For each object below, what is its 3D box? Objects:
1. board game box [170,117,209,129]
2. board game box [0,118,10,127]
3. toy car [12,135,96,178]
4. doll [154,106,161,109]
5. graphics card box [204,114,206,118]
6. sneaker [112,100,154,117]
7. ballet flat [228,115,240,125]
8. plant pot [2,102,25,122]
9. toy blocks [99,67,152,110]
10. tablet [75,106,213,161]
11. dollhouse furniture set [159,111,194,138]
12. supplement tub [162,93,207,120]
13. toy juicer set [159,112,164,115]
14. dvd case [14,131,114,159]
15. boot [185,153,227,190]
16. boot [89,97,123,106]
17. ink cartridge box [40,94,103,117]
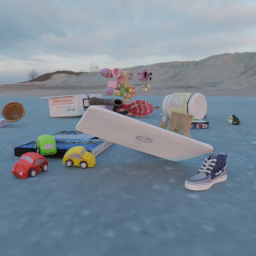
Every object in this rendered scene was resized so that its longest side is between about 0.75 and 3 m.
[{"bbox_3d":[2.282,-0.193,10.665,1.019,0.260,1.505,-1,9,-8],"label":"board game box"},{"bbox_3d":[-5.364,-0.204,10.701,1.280,0.263,1.277,-1,8,-6],"label":"board game box"},{"bbox_3d":[-1.488,0.418,5.333,1.501,0.335,1.412,-5,21,-30],"label":"toy car"},{"bbox_3d":[2.031,-1.422,19.486,0.519,0.185,0.761,1,9,2],"label":"doll"},{"bbox_3d":[3.571,-0.651,14.017,0.535,0.217,0.852,1,7,8],"label":"graphics card box"},{"bbox_3d":[0.292,-0.994,14.133,2.095,0.844,0.782,1,3,23],"label":"sneaker"},{"bbox_3d":[4.299,-0.343,11.446,0.368,0.366,1.077,-8,6,12],"label":"ballet flat"},{"bbox_3d":[-4.261,-0.547,10.530,0.823,0.823,0.380,-1,-24,-4],"label":"plant pot"},{"bbox_3d":[-0.515,-2.323,16.915,2.944,2.751,2.478,8,5,33],"label":"toy blocks"},{"bbox_3d":[0.205,0.180,4.775,2.094,0.143,1.363,18,-19,-15],"label":"tablet"},{"bbox_3d":[0.623,-0.071,6.473,1.718,0.839,1.465,9,5,-38],"label":"dollhouse furniture set"},{"bbox_3d":[2.519,-0.964,12.572,1.230,1.230,1.697,-7,10,-41],"label":"supplement tub"},{"bbox_3d":[2.204,-0.764,14.553,0.673,0.288,1.058,-5,9,-30],"label":"toy juicer set"},{"bbox_3d":[-1.322,0.364,6.973,1.776,0.218,2.489,1,8,13],"label":"dvd case"},{"bbox_3d":[1.199,0.640,4.284,0.945,0.427,0.344,-8,11,-44],"label":"boot"},{"bbox_3d":[-1.103,-1.266,13.807,1.213,0.484,1.334,-11,19,-41],"label":"boot"},{"bbox_3d":[-2.759,-1.144,14.173,1.733,1.013,2.987,-2,6,26],"label":"ink cartridge box"}]
